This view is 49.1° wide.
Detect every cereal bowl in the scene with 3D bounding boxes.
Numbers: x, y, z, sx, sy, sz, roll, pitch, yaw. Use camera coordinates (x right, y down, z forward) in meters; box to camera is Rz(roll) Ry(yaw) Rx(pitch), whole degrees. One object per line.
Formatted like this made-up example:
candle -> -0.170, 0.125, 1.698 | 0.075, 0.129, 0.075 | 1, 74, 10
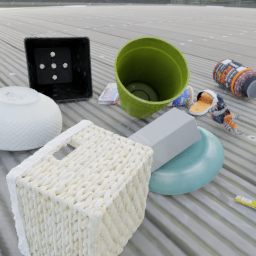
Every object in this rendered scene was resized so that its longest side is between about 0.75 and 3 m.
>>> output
cereal bowl -> -3.637, -0.542, 9.247 | 2.955, 1.230, 2.955 | 10, 29, -5

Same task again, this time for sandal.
sandal -> 3.159, -1.156, 11.405 | 0.831, 0.622, 2.170 | 17, 34, 27

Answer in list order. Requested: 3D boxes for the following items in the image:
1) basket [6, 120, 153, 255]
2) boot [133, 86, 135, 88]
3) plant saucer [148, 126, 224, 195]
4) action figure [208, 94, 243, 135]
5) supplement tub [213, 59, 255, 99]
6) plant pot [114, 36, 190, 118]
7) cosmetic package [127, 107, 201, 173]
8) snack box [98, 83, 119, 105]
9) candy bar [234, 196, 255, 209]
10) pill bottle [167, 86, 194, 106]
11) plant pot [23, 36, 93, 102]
basket -> -0.783, 1.407, 5.419 | 1.768, 2.199, 2.179 | 20, 35, 21
boot -> 0.316, -2.917, 14.004 | 0.864, 1.121, 2.313 | -4, 30, -6
plant saucer -> 1.259, 0.629, 7.638 | 2.572, 0.462, 2.572 | -13, 37, 10
action figure -> 3.238, -0.437, 9.596 | 0.728, 1.392, 1.346 | -42, 33, -4
supplement tub -> 4.947, -2.170, 12.512 | 1.316, 1.316, 2.460 | -8, 30, -14
plant pot -> 0.610, -1.484, 9.865 | 2.434, 2.344, 2.434 | 3, 70, -8
cosmetic package -> 0.853, 0.298, 7.122 | 1.748, 0.788, 0.933 | -30, 30, -10
snack box -> -0.726, -1.556, 12.498 | 0.715, 0.242, 1.987 | 5, 30, 9
candy bar -> 3.031, 1.839, 6.646 | 1.000, 0.111, 0.249 | 16, 30, 28
pill bottle -> 1.915, -1.298, 11.518 | 1.387, 0.778, 0.778 | -7, 30, -9
plant pot -> -3.118, -2.649, 12.249 | 2.565, 2.571, 2.281 | -8, 20, -20
